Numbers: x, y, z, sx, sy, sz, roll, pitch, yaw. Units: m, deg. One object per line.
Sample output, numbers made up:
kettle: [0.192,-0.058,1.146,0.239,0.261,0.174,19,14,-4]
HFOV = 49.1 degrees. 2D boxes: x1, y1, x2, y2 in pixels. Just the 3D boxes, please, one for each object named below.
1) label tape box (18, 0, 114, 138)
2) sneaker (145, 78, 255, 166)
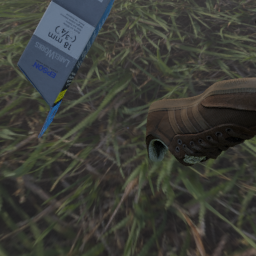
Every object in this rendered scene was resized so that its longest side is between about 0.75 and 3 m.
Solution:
label tape box: [-1.185,-1.226,4.832,0.779,2.462,1.776,29,4,-12]
sneaker: [1.225,0.066,4.158,1.016,2.886,1.090,14,81,-24]
